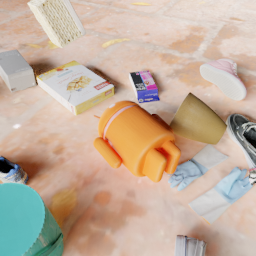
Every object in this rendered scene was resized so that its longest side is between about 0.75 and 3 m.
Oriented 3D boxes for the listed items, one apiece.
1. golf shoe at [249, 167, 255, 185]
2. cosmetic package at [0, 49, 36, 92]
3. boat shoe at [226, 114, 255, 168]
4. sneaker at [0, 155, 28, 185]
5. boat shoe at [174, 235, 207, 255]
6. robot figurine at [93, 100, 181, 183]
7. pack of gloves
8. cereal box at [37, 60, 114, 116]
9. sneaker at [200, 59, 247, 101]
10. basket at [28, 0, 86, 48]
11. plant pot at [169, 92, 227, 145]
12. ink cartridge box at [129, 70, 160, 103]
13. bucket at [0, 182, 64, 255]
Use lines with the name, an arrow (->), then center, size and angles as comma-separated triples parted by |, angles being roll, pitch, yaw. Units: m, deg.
golf shoe -> 3.742, 1.445, 7.388 | 1.145, 0.416, 0.527 | 15, 59, 4
cosmetic package -> -4.480, -2.281, 11.036 | 1.025, 0.865, 1.919 | -24, 46, -28
boat shoe -> 3.682, 0.235, 8.323 | 0.867, 0.853, 2.404 | -6, 42, -6
sneaker -> -3.543, 1.023, 7.583 | 1.751, 0.746, 0.675 | 11, 44, 13
boat shoe -> 1.229, 3.184, 5.283 | 0.775, 0.849, 2.359 | 3, 35, 10
robot figurine -> 0.194, 0.264, 7.782 | 1.951, 1.582, 2.712 | -47, 56, -1
pack of gloves -> 2.238, 1.285, 7.554 | 2.115, 0.417, 1.777 | -29, 51, -27
cereal box -> -1.982, -1.594, 10.531 | 1.805, 0.496, 2.509 | -34, 53, -31
sneaker -> 3.916, -1.975, 10.654 | 1.218, 0.877, 2.330 | -23, 43, -15
basket -> -2.359, -3.653, 9.271 | 1.040, 1.686, 1.143 | -39, 43, -12
plant pot -> 2.197, -0.154, 8.557 | 1.480, 1.379, 1.379 | 30, 50, 11
ink cartridge box -> 0.610, -1.605, 10.721 | 0.820, 0.321, 1.732 | -8, 46, -9
bucket -> -2.488, 2.289, 5.760 | 2.169, 1.411, 2.169 | -1, 44, 1
